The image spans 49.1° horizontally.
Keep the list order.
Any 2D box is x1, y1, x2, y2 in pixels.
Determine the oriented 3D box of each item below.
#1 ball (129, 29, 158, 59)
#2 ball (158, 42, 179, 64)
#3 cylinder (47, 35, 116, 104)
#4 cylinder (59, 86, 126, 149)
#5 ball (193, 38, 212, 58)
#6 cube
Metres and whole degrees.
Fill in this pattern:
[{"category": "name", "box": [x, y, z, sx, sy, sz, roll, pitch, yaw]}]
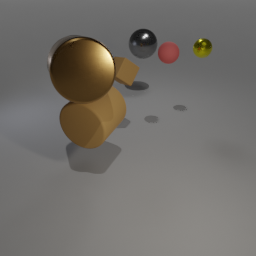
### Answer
[{"category": "ball", "box": [0.725, -4.060, 13.526, 1.400, 1.400, 1.400, 0, 28, 0]}, {"category": "ball", "box": [1.322, -2.451, 9.128, 0.700, 0.700, 0.700, 0, 28, 0]}, {"category": "cylinder", "box": [-1.117, -1.395, 6.472, 1.400, 1.400, 1.400, -8, 21, -15]}, {"category": "cylinder", "box": [-0.942, -0.367, 7.815, 1.400, 1.400, 1.400, 11, 34, 20]}, {"category": "ball", "box": [2.739, -2.932, 10.288, 0.700, 0.700, 0.700, 0, 28, 0]}, {"category": "cube", "box": [-0.180, -1.920, 9.462, 0.700, 0.700, 0.700, 26, -1, -38]}]
